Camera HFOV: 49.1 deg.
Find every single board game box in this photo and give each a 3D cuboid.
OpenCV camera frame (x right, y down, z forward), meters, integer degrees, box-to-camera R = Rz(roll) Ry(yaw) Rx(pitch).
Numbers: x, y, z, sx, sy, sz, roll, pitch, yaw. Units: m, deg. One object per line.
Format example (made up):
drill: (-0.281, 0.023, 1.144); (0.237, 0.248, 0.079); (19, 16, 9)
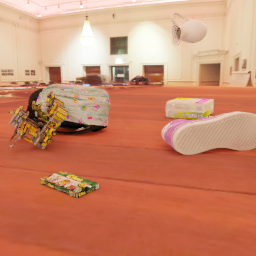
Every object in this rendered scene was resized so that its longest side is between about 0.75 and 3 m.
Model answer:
board game box: (-1.011, 0.950, 4.807); (0.980, 0.115, 0.513); (8, 12, 37)

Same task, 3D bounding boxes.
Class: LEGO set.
LEGO set: (-2.518, -0.370, 7.564); (1.191, 1.580, 2.055); (33, 10, -23)

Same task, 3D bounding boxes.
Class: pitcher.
pitcher: (2.300, -3.861, 10.770); (1.420, 1.219, 0.861); (-17, 9, -27)

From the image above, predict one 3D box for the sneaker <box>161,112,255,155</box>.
sneaker: (2.215, 0.021, 7.489); (2.695, 0.977, 1.537); (-2, 8, -12)

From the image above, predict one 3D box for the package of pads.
package of pads: (2.849, -0.943, 12.905); (1.772, 0.782, 2.294); (5, 12, 26)

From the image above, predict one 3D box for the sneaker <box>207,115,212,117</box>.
sneaker: (3.509, -0.379, 11.184); (0.811, 0.299, 0.478); (-2, 17, 3)

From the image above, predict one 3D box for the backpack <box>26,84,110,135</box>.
backpack: (-1.841, -0.663, 9.382); (2.491, 1.577, 2.078); (7, 10, 18)
